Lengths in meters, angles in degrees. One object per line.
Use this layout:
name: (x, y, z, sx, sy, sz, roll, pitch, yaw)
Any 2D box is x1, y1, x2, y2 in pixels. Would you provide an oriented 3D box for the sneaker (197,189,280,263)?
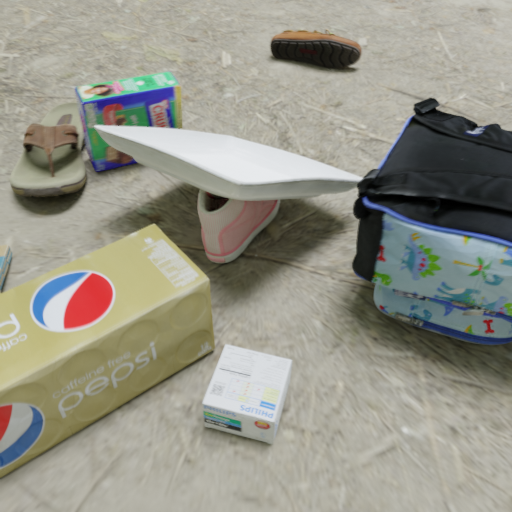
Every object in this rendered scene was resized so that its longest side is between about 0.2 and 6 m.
sneaker: (-0.266, -0.959, 9.339, 0.819, 1.138, 2.177, 8, 42, 27)

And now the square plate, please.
square plate: (-0.380, -1.487, 9.043, 3.222, 0.463, 3.253, 25, 22, 35)

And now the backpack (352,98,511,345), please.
backpack: (3.279, -0.318, 7.709, 3.281, 2.411, 3.002, 17, 46, 24)

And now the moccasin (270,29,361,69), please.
moccasin: (1.576, -5.415, 14.507, 2.394, 0.876, 0.924, 12, 52, 26)

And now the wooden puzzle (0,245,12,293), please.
wooden puzzle: (-4.640, 0.480, 8.365, 1.660, 0.197, 2.800, -9, 36, -5)

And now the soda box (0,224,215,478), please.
soda box: (-2.603, 1.303, 6.685, 4.272, 1.447, 1.367, -27, 49, -26)

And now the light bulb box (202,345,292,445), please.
light bulb box: (-0.096, 1.695, 6.914, 0.906, 0.570, 0.914, 11, 45, 11)

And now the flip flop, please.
flip flop: (-3.926, -2.254, 10.888, 1.395, 0.990, 3.439, -2, 43, -2)

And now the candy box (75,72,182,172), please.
candy box: (-2.380, -2.589, 10.815, 1.850, 1.565, 0.713, -18, 50, -19)
